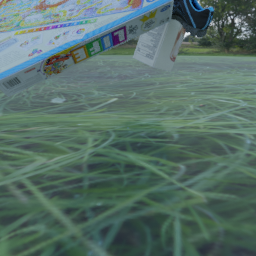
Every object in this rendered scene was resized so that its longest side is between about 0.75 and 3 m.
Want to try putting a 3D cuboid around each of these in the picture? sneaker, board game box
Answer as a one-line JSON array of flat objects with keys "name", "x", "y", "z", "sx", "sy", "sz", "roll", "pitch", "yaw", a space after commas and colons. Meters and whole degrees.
[{"name": "sneaker", "x": 1.701, "y": -3.896, "z": 8.972, "sx": 2.328, "sy": 0.953, "sz": 0.852, "roll": 38, "pitch": 49, "yaw": 15}, {"name": "board game box", "x": -0.907, "y": -1.773, "z": 4.039, "sx": 2.582, "sy": 1.736, "sz": 0.442, "roll": -26, "pitch": -18, "yaw": -6}]

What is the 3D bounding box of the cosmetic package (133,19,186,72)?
[{"name": "cosmetic package", "x": 1.393, "y": -3.742, "z": 10.978, "sx": 1.166, "sy": 2.673, "sz": 1.382, "roll": 3, "pitch": 26, "yaw": -43}]
